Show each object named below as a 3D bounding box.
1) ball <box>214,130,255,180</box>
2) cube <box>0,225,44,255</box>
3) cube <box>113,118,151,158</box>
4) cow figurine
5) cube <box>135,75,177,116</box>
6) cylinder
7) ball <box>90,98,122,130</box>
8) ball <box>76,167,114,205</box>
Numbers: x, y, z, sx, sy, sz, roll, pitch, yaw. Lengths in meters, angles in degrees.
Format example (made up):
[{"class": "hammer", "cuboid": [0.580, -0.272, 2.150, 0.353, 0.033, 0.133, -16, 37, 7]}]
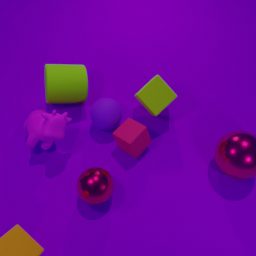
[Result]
[{"class": "ball", "cuboid": [3.119, 0.748, 7.799, 1.361, 1.361, 1.361, 0, 62, 0]}, {"class": "cube", "cuboid": [-2.612, 2.906, 6.202, 0.879, 0.879, 0.879, 41, 110, 4]}, {"class": "cube", "cuboid": [0.127, 0.290, 8.284, 0.736, 0.736, 0.736, 29, 65, 36]}, {"class": "cow figurine", "cuboid": [-2.359, -0.111, 8.030, 0.889, 1.595, 1.620, 11, 33, -40]}, {"class": "cube", "cuboid": [0.832, -0.984, 8.627, 0.878, 0.878, 0.878, -43, 95, 1]}, {"class": "cylinder", "cuboid": [-1.970, -1.384, 8.835, 1.206, 1.206, 1.206, -3, 61, -19]}, {"class": "ball", "cuboid": [-0.672, -0.434, 8.641, 0.988, 0.988, 0.988, 0, 62, 0]}, {"class": "ball", "cuboid": [-0.880, 1.558, 7.575, 1.010, 1.010, 1.010, 0, 62, 0]}]
